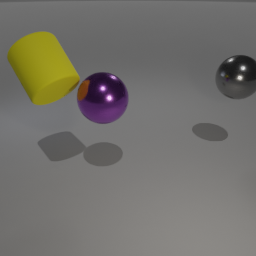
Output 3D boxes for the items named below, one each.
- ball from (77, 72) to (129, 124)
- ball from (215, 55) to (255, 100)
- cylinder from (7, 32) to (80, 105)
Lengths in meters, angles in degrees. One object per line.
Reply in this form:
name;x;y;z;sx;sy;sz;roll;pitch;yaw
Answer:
ball;-0.679;-0.805;7.591;1.400;1.400;1.400;0;28;0
ball;3.523;-1.614;8.955;1.400;1.400;1.400;0;28;0
cylinder;-2.221;-1.551;7.440;1.400;1.400;1.400;-26;81;-39
